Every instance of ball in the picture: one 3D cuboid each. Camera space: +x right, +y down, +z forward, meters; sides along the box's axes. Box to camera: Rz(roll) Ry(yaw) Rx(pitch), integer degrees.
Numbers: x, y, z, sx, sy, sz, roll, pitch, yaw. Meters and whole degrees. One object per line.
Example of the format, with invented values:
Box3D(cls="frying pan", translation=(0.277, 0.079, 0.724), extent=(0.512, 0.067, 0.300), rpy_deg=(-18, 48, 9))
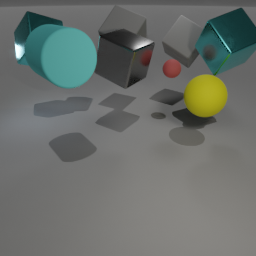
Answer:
Box3D(cls="ball", translation=(2.560, -1.062, 9.292), extent=(1.400, 1.400, 1.400), rpy_deg=(0, 27, 0))
Box3D(cls="ball", translation=(1.664, -2.249, 10.620), extent=(0.700, 0.700, 0.700), rpy_deg=(0, 27, 0))

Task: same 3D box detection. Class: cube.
Box3D(cls="cube", translation=(2.510, -3.760, 12.333), extent=(1.400, 1.400, 1.400), rpy_deg=(38, 4, 13))
Box3D(cls="cube", translation=(-3.314, -3.243, 10.576), extent=(1.400, 1.400, 1.400), rpy_deg=(0, -18, -41))
Box3D(cls="cube", translation=(-0.129, -2.430, 9.706), extent=(1.400, 1.400, 1.400), rpy_deg=(30, 40, 20))
Box3D(cls="cube", translation=(-0.173, -3.755, 11.324), extent=(1.400, 1.400, 1.400), rpy_deg=(27, 76, 12))
Box3D(cls="cube", translation=(3.388, -2.903, 9.539), extent=(1.400, 1.400, 1.400), rpy_deg=(-24, 75, -12))

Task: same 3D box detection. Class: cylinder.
Box3D(cls="cylinder", translation=(-1.709, -1.825, 7.033), extent=(1.400, 1.400, 1.400), rpy_deg=(-17, 29, -29))
